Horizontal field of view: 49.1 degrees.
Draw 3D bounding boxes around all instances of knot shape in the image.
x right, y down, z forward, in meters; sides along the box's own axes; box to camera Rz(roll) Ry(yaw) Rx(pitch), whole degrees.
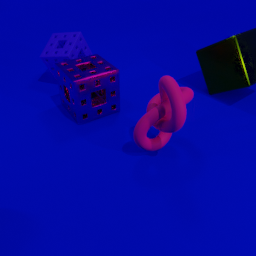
[{"bbox_3d":[0.801,-0.388,5.872,0.806,1.632,1.744,28,70,3],"label":"knot shape"}]

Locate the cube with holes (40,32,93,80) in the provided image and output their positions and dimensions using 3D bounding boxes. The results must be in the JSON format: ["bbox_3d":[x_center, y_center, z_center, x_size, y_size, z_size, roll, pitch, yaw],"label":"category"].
[{"bbox_3d":[-1.886,-2.242,8.805,1.032,1.032,1.032,5,60,23],"label":"cube with holes"}]

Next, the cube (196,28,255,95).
[{"bbox_3d":[3.093,-1.915,8.096,1.394,1.394,1.394,-26,10,-30],"label":"cube"}]

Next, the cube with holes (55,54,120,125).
[{"bbox_3d":[-1.063,-1.074,7.507,1.245,1.245,1.245,-20,41,-25],"label":"cube with holes"}]
